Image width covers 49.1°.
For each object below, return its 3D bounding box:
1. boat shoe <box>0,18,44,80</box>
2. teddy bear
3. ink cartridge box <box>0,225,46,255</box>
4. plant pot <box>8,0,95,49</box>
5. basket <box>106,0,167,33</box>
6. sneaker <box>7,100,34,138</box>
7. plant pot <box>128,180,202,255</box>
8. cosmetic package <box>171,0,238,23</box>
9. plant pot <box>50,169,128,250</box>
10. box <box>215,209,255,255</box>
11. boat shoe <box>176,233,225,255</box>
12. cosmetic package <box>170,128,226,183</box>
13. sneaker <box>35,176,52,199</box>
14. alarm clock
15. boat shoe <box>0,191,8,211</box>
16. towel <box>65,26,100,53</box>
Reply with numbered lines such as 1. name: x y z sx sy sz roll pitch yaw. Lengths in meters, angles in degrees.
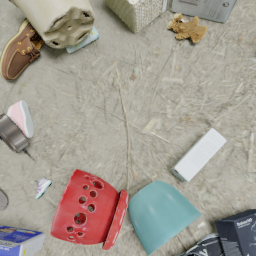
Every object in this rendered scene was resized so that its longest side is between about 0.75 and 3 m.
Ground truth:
1. boat shoe: -3.816 -2.975 10.460 0.924 0.984 2.735 20 75 17
2. teddy bear: 2.314 -3.933 11.056 1.587 0.530 1.151 17 71 12
3. ink cartridge box: -4.185 3.215 8.033 2.859 2.893 0.680 10 77 3
4. plant pot: -2.532 -4.362 9.630 2.880 2.880 2.636 -30 78 -7
5. basket: 0.225 -5.147 10.532 1.693 2.105 2.086 -42 79 -3
6. sneaker: -3.907 -0.240 10.127 0.734 0.528 1.403 -18 83 9
7. plant pot: 0.961 2.643 8.722 2.031 2.031 1.630 -35 67 -8
8. cosmetic package: 3.179 -6.032 10.566 2.318 2.333 2.787 14 77 3
9. plant pot: -1.095 2.538 8.611 1.934 2.124 2.124 18 77 1
10. box: 3.797 3.488 8.729 1.569 0.937 1.595 -8 75 -25
11. boat shoe: 2.245 4.135 8.853 2.542 0.862 0.912 -21 77 -5
12. cosmetic package: 2.376 0.959 9.573 0.713 0.978 1.925 42 81 9
13. sneaker: -3.063 2.025 9.685 0.531 0.295 0.759 34 69 9
14. alarm clock: -3.900 0.367 9.543 0.671 1.360 2.016 -44 105 -22
15. boat shoe: -5.064 2.168 9.405 2.100 0.770 0.782 29 68 -15
16. towel: -2.111 -3.910 11.065 1.420 0.400 1.659 -31 78 -4
